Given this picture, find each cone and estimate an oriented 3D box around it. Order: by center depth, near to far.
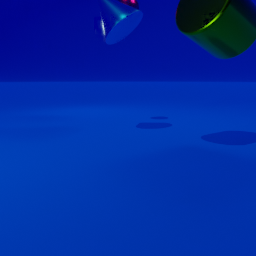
[{"bbox_3d":[-0.462,-3.137,7.485,1.243,1.247,1.243,-37,-3,-2],"label":"cone"}]

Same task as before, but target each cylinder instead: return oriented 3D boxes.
[{"bbox_3d":[1.862,-2.261,5.776,1.283,1.283,1.283,17,-3,-40],"label":"cylinder"}]

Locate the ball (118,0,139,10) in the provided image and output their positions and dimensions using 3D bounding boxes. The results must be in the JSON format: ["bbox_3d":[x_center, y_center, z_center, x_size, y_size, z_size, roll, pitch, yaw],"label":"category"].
[{"bbox_3d":[-0.015,-3.735,8.682,0.712,0.712,0.712,0,10,0],"label":"ball"}]
